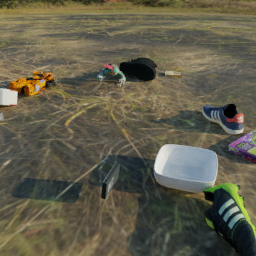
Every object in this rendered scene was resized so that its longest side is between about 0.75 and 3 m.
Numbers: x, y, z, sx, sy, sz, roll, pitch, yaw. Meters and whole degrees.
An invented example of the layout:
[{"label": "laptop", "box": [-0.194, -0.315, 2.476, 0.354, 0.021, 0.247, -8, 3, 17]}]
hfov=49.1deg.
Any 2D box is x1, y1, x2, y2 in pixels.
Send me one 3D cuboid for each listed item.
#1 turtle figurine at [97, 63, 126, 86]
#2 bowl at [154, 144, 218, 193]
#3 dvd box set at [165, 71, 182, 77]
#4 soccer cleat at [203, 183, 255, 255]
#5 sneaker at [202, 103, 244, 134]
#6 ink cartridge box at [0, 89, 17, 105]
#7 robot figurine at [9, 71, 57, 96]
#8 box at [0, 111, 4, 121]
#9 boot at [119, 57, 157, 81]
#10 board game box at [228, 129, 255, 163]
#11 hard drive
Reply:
[{"label": "turtle figurine", "box": [-0.806, -2.753, 14.106, 1.490, 1.002, 1.990, 9, 12, -18]}, {"label": "bowl", "box": [1.493, 1.083, 7.314, 1.559, 0.583, 1.561, 8, 30, 15]}, {"label": "dvd box set", "box": [2.504, -2.959, 15.376, 0.907, 0.133, 0.664, 6, 28, 10]}, {"label": "soccer cleat", "box": [2.074, 1.986, 5.625, 0.902, 0.751, 2.225, -15, 26, 11]}, {"label": "sneaker", "box": [3.452, -0.580, 10.135, 0.766, 0.863, 2.043, -11, 29, -20]}, {"label": "ink cartridge box", "box": [-5.452, -1.258, 11.271, 1.540, 0.638, 1.130, 3, 4, 7]}, {"label": "robot figurine", "box": [-4.432, -2.161, 13.308, 1.666, 0.669, 2.297, 10, 30, 15]}, {"label": "box", "box": [-5.435, -0.421, 10.430, 1.238, 0.299, 0.980, -22, 35, -35]}, {"label": "boot", "box": [0.916, -3.294, 15.337, 2.392, 0.885, 1.960, 20, 29, 31]}, {"label": "board game box", "box": [4.024, 0.530, 8.736, 1.686, 0.272, 1.012, -21, 39, -34]}, {"label": "hard drive", "box": [-0.400, 1.222, 6.557, 0.125, 0.531, 0.761, 18, 37, 14]}]
